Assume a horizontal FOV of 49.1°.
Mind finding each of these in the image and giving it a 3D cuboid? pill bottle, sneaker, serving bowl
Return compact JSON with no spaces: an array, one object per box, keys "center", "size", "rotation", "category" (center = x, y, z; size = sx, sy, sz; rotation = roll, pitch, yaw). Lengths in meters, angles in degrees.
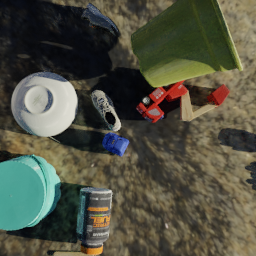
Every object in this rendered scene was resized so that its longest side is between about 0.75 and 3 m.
[{"center":[-1.035,2.795,8.481],"size":[0.987,0.987,1.857],"rotation":[4,85,0],"category":"pill bottle"},{"center":[-0.673,-0.606,8.975],"size":[0.552,0.606,1.477],"rotation":[-33,86,-3],"category":"sneaker"},{"center":[-0.876,-3.460,9.312],"size":[1.534,0.567,0.608],"rotation":[39,95,9],"category":"sneaker"},{"center":[-2.717,-0.815,8.918],"size":[2.145,0.705,2.145],"rotation":[0,83,-1],"category":"serving bowl"}]

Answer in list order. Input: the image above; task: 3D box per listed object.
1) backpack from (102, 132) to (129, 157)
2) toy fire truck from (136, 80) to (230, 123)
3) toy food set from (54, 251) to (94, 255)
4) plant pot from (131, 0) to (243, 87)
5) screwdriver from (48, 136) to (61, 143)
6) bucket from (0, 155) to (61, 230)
[{"center":[-0.416,0.463,8.876],"size":[0.762,0.639,0.619],"rotation":[27,78,6],"category":"backpack"},{"center":[1.740,-0.859,8.985],"size":[2.538,0.619,1.790],"rotation":[-42,85,-4],"category":"toy fire truck"},{"center":[-1.730,5.255,8.524],"size":[1.750,0.434,2.754],"rotation":[1,85,0],"category":"toy food set"},{"center":[1.506,-2.349,7.763],"size":[2.427,2.640,2.640],"rotation":[-21,85,24],"category":"plant pot"},{"center":[-2.700,0.191,9.168],"size":[1.164,0.169,0.162],"rotation":[27,120,-6],"category":"screwdriver"},{"center":[-3.180,1.895,8.333],"size":[2.223,1.446,2.223],"rotation":[0,86,0],"category":"bucket"}]
